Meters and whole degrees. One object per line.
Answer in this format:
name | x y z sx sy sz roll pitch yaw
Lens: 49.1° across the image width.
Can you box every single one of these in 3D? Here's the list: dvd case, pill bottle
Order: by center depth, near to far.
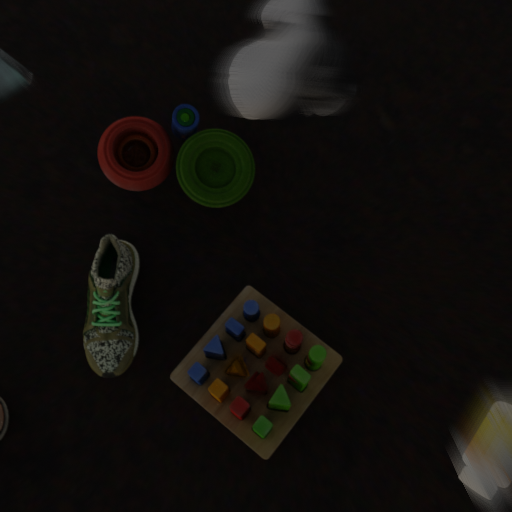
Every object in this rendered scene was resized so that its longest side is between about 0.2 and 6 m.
pill bottle | 2.445 1.980 5.691 0.490 0.490 0.897 35 78 12
dvd case | -3.809 -1.939 6.085 1.592 0.240 2.181 38 49 -6

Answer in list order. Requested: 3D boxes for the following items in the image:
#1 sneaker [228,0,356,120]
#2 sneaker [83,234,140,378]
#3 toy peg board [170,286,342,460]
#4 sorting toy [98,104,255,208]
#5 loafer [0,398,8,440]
sneaker | 0.567 -2.152 6.742 0.960 1.447 2.543 -13 42 33
sneaker | -2.114 0.631 7.864 0.809 0.933 2.105 -4 70 -1
toy peg board | 0.011 1.474 7.597 1.755 0.862 1.763 37 74 12
sorting toy | -1.219 -1.541 8.789 2.374 0.974 1.426 13 85 -8
loafer | -4.930 2.508 7.128 3.234 1.017 1.163 -15 71 -6
